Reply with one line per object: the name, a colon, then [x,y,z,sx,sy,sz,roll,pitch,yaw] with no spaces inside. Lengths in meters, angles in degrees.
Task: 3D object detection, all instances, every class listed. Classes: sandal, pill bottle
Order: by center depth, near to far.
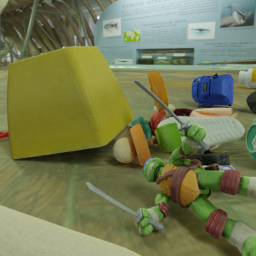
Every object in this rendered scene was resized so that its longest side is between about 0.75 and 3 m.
sandal: [2.075,0.236,7.855,2.698,0.663,1.098,-2,45,-17]
pill bottle: [9.187,-3.453,19.578,2.641,1.377,1.377,8,18,26]

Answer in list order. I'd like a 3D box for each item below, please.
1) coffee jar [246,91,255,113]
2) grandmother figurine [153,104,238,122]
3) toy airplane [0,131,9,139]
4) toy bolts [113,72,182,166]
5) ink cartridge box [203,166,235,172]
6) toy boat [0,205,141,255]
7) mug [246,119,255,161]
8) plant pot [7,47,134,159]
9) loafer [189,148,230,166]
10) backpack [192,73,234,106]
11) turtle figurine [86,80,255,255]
coffee jar: [6.248,-1.335,12.543,2.226,0.950,1.161,-16,-13,-43]
grandmother figurine: [2.298,-0.426,9.942,2.913,0.882,1.766,10,5,26]
toy airplane: [-3.634,0.135,8.723,2.146,0.395,2.146,1,18,0]
toy bolts: [0.291,-0.151,7.335,1.590,2.190,2.292,-15,-3,2]
ink cartridge box: [1.855,1.058,5.820,0.965,0.230,0.977,1,17,-2]
toy boat: [-0.631,1.674,1.792,2.632,1.718,1.721,7,48,26]
mug: [3.366,0.151,6.547,0.915,1.480,1.216,5,-5,-4]
plant pot: [-1.636,-0.850,7.621,2.658,2.344,2.658,-9,12,19]
loafer: [1.870,0.646,6.809,1.255,0.454,0.457,11,20,36]
backpack: [3.942,-1.864,13.313,1.827,1.485,1.533,3,-7,32]
turtle figurine: [0.787,0.844,4.044,2.253,2.324,1.672,19,58,39]
